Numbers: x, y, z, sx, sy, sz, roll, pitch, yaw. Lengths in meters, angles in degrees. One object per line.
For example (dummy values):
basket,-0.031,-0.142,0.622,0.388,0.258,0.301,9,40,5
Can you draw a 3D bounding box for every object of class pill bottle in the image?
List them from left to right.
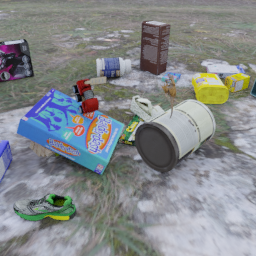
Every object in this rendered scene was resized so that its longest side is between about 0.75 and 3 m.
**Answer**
pill bottle,-0.670,-2.839,13.145,1.574,0.874,0.874,-5,32,-6

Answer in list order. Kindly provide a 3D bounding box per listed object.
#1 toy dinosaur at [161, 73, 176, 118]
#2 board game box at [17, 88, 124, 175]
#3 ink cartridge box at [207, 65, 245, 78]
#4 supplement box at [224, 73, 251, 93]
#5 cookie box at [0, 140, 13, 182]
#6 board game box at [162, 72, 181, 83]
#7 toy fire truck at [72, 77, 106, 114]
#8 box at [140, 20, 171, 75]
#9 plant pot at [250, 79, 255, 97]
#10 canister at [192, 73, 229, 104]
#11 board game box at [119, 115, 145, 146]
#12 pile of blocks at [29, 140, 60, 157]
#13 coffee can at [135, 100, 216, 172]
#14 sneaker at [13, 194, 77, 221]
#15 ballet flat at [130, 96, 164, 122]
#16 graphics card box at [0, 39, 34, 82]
toy dinosaur,1.028,-0.788,6.536,0.328,1.086,0.577,-1,-9,29
board game box,-1.496,0.017,7.952,2.490,0.560,1.894,27,35,-4
ink cartridge box,4.667,-2.710,13.453,1.627,0.341,0.971,1,32,7
supplement box,4.715,-1.968,12.063,0.990,0.539,0.542,-18,36,-26
cookie box,-4.002,1.093,7.005,1.580,0.694,1.847,0,32,-1
board game box,2.013,-2.341,12.990,0.646,0.191,0.850,15,35,23
toy fire truck,-1.001,-0.960,7.725,0.688,0.942,1.070,-16,-4,-24
box,1.277,-3.844,13.406,1.150,2.297,0.861,28,38,35
plant pot,5.650,-1.597,11.268,0.856,0.841,0.838,-5,31,-27
canister,3.291,-1.655,11.421,1.216,0.709,1.638,1,31,2
board game box,0.395,0.055,9.169,0.880,0.197,1.680,9,33,17
pile of blocks,-2.043,0.204,8.509,1.025,0.776,2.496,28,35,-3
coffee can,1.339,0.163,7.813,1.407,1.407,1.922,27,41,36
sneaker,-1.844,1.671,6.199,1.368,0.583,0.534,-1,32,-1
ballet flat,0.763,-0.530,9.399,0.733,0.733,2.043,-23,40,-32
graphics card box,-5.730,-2.959,12.582,2.655,1.666,0.675,-16,35,-25
